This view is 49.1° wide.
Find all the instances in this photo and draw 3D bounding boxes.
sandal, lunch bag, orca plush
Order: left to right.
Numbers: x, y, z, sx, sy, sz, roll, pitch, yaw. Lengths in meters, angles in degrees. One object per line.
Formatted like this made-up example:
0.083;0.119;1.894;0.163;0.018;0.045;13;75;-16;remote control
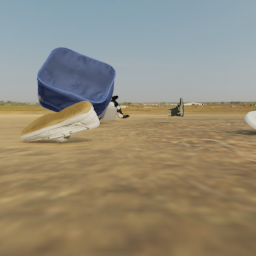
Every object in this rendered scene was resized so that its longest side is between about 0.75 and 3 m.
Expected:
-1.741;-1.256;8.966;2.471;1.679;1.635;22;-33;0;lunch bag
-0.524;-1.114;12.928;2.054;0.730;1.080;38;-8;-40;orca plush
2.805;-0.080;5.662;1.435;0.353;0.584;6;44;-30;sandal

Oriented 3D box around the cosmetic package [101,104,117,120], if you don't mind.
-1.102;-0.636;10.538;1.226;0.553;0.655;5;17;-31;cosmetic package

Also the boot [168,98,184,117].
1.816;-0.777;10.653;0.588;0.779;0.281;-4;-20;20;boot

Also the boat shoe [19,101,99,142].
-0.962;0.022;3.900;1.227;0.425;0.434;-15;34;24;boat shoe
